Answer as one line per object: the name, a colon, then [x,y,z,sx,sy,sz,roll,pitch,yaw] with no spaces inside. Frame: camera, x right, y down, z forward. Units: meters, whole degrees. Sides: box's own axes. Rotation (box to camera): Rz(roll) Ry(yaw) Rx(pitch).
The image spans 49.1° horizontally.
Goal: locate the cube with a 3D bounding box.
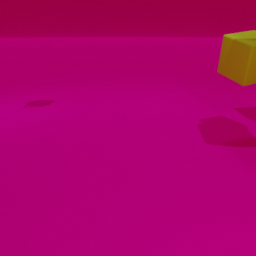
cube: [2.774,-1.621,6.428,0.923,0.923,0.923,-14,36,-19]
